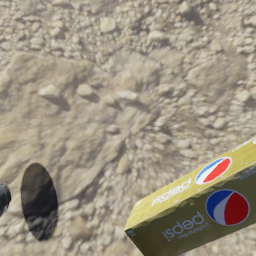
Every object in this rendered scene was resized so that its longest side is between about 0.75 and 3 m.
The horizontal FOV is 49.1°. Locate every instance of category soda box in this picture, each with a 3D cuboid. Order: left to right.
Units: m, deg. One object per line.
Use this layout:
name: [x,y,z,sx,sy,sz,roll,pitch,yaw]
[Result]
soda box: [0.935,0.926,3.456,2.004,0.679,0.642,-36,95,24]

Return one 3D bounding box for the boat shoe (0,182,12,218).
boat shoe: [-2.446,0.966,3.552,0.854,2.527,0.907,-38,114,-49]
